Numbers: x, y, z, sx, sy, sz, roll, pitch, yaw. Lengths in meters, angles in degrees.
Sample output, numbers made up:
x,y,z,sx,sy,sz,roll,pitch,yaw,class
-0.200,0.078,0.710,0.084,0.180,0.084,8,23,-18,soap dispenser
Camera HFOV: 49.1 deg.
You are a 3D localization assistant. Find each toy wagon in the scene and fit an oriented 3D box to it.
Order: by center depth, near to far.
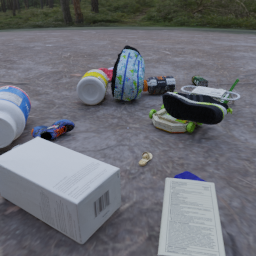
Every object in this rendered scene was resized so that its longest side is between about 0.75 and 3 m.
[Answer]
x,y,z,sx,sy,sz,roll,pitch,yaw,class
2.182,-0.494,11.711,1.943,0.496,2.505,22,32,35,toy wagon

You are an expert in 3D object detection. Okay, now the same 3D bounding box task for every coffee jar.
x,y,z,sx,sy,sz,roll,pitch,yaw,class
4.166,-2.696,16.325,0.635,0.520,1.218,-4,26,-6,coffee jar

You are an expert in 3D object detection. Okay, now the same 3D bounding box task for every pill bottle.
x,y,z,sx,sy,sz,roll,pitch,yaw,class
-4.551,-0.423,10.318,1.596,1.596,2.844,-4,27,-9,pill bottle
-1.721,-2.191,14.275,1.382,1.382,2.458,1,24,2,pill bottle
1.605,-2.309,15.056,1.722,0.915,0.915,-5,26,-12,pill bottle

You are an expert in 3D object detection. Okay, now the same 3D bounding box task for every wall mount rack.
x,y,z,sx,sy,sz,roll,pitch,yaw,class
3.928,-1.414,13.230,2.701,1.007,2.347,16,33,30,wall mount rack

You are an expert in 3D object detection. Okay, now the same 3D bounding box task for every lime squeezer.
x,y,z,sx,sy,sz,roll,pitch,yaw,class
4.244,-1.360,13.304,2.458,0.868,0.464,-27,41,13,lime squeezer

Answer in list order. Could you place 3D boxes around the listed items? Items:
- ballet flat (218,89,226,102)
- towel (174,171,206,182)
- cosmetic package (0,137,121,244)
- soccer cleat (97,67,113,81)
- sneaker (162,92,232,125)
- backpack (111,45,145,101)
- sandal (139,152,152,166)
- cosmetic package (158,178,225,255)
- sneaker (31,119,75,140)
x,y,z,sx,sy,sz,roll,pitch,yaw,class
4.807,-1.736,14.326,0.545,0.545,1.569,3,25,6,ballet flat
1.788,1.536,7.834,0.652,0.219,0.882,-11,27,-36,towel
-1.774,1.354,6.969,2.910,1.234,1.566,16,31,32,cosmetic package
-1.164,-3.370,17.584,2.779,0.927,1.063,-26,4,-33,soccer cleat
2.621,-0.815,10.836,2.771,0.993,1.147,25,41,39,sneaker
-0.018,-2.579,14.275,2.138,2.268,2.781,22,36,8,backpack
0.579,0.910,9.029,0.311,0.279,0.849,11,27,21,sandal
1.282,2.091,5.897,1.197,0.845,2.312,5,25,10,cosmetic package
-2.725,0.163,10.390,1.591,0.599,0.624,-19,37,-17,sneaker
